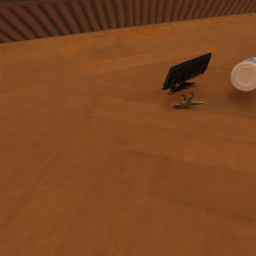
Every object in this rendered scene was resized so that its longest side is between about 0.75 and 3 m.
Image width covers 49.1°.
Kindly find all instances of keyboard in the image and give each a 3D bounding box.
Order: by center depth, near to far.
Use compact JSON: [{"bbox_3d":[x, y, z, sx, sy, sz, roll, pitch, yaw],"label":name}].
[{"bbox_3d":[2.128,-1.766,9.595,2.360,1.228,0.468,-26,58,-36],"label":"keyboard"}]

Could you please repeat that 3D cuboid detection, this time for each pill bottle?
[{"bbox_3d":[4.207,-1.901,9.622,0.962,0.962,1.717,20,29,26],"label":"pill bottle"}]

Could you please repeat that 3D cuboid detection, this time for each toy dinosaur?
[{"bbox_3d":[1.968,-0.898,9.155,1.131,0.268,0.498,-7,72,13],"label":"toy dinosaur"}]
